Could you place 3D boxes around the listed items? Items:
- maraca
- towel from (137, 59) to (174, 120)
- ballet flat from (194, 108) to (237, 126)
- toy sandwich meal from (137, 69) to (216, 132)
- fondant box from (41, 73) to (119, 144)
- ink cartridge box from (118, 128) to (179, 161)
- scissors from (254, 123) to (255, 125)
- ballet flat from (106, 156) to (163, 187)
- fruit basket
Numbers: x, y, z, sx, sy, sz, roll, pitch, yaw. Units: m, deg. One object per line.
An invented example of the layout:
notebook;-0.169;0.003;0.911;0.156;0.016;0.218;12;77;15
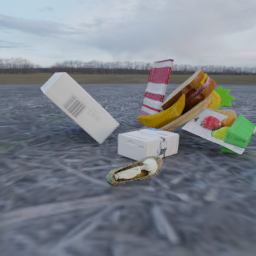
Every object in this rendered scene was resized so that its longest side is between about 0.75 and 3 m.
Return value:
maraca;2.652;-0.874;9.322;1.653;0.885;1.134;-17;52;7
towel;0.845;-1.126;9.040;0.245;2.155;1.553;13;7;-16
ballet flat;2.543;-0.233;8.163;1.895;0.597;0.650;-3;-26;-30
toy sandwich meal;1.157;-0.575;6.990;2.223;0.761;2.223;-34;6;4
fondant box;-1.377;-0.618;7.418;1.761;0.711;2.440;44;-5;-21
ink cartridge box;0.422;0.324;5.779;0.775;0.455;1.059;14;18;43
scissors;3.401;-0.066;8.213;1.052;0.073;0.385;-12;-9;20
ballet flat;0.153;0.648;4.204;0.965;0.327;0.363;-16;-7;-18
fruit basket;2.010;0.042;6.129;1.307;0.613;1.211;20;36;29
